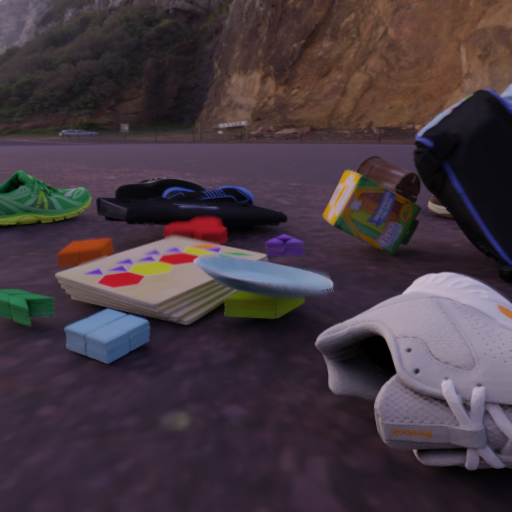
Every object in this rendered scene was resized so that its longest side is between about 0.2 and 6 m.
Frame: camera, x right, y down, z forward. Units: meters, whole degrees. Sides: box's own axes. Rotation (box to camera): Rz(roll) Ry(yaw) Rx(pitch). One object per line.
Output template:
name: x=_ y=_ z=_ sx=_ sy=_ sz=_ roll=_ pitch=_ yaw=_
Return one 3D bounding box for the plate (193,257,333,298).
plate: x=0.064 y=0.233 z=5.768 sx=1.447 sy=0.185 sz=1.447 roll=8 pitch=7 yaw=-1

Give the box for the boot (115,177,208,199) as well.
boot: x=-1.969 y=-1.502 z=13.216 sx=2.225 sy=0.803 sz=1.681 roll=1 pitch=14 yaw=14

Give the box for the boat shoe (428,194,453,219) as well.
boat shoe: x=5.175 y=-1.288 z=11.740 sx=3.004 sy=1.111 sz=1.109 roll=8 pitch=16 yaw=28

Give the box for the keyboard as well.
keyboard: x=-1.247 y=-0.799 z=10.509 sx=3.309 sy=0.425 sz=1.987 roll=-1 pitch=14 yaw=-36

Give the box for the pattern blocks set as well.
pattern blocks set: x=-1.037 y=0.230 z=7.014 sx=3.553 sy=0.328 sz=4.042 roll=15 pitch=22 yaw=41

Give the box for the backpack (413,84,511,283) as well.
backpack: x=3.668 y=-1.211 z=8.269 sx=2.010 sy=2.503 sz=2.736 roll=-36 pitch=-2 yaw=14

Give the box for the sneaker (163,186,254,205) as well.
sneaker: x=-0.982 y=-1.067 z=11.949 sx=2.009 sy=0.705 sz=0.783 roll=-2 pitch=27 yaw=-12

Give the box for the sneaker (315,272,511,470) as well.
sneaker: x=1.541 y=0.923 z=3.223 sx=1.425 sy=1.173 sz=3.098 roll=-15 pitch=12 yaw=-25

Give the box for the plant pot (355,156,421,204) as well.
plant pot: x=3.165 y=-1.678 z=13.391 sx=1.229 sy=1.229 sz=1.216 roll=-10 pitch=24 yaw=-36

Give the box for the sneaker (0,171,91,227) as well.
sneaker: x=-4.572 y=-1.231 z=11.603 sx=0.950 sy=1.071 sz=2.564 roll=11 pitch=17 yaw=41

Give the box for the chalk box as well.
chalk box: x=1.969 y=-0.639 z=9.053 sx=1.460 sy=0.908 sz=0.904 roll=25 pitch=11 yaw=-11
